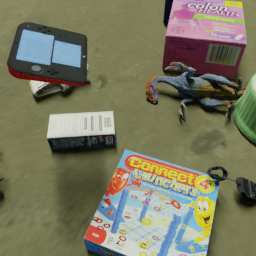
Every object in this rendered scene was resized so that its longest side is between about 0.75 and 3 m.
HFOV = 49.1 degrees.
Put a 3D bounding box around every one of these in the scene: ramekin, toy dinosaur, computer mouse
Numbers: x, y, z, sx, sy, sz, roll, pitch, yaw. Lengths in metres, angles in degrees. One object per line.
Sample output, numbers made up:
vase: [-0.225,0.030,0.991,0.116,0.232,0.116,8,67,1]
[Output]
ramekin: [4.088,-0.558,7.239,2.353,1.149,2.353,0,48,0]
toy dinosaur: [1.856,-1.016,8.107,2.449,1.417,2.699,20,14,32]
computer mouse: [2.247,1.195,5.958,1.556,0.265,0.456,27,50,-20]

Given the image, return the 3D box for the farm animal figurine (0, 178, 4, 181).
farm animal figurine: [-3.580,0.813,6.344,1.710,0.902,1.729,-20,57,-1]

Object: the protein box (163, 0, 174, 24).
protein box: [2.635,-5.174,11.074,2.095,1.424,2.111,11,50,9]

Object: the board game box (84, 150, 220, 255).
board game box: [0.564,1.709,5.663,2.189,0.612,2.143,15,51,13]

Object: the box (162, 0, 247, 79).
box: [2.518,-3.119,9.387,2.359,1.297,2.682,9,49,8]

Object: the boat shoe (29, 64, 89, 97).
boat shoe: [-1.964,-1.378,8.357,1.846,0.654,0.640,-24,53,-8]

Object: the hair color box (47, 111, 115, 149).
hair color box: [-1.166,0.052,7.175,1.646,0.498,0.823,-4,49,-3]

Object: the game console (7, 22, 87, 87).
game console: [-1.311,-1.287,4.772,1.239,0.217,1.401,5,50,-13]
